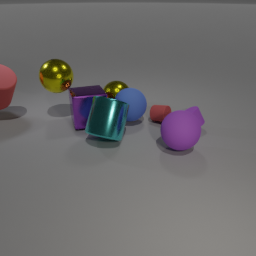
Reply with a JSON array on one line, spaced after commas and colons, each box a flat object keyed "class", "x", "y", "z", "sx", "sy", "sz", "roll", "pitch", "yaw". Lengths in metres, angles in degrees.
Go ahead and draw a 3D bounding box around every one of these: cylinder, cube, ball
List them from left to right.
[{"class": "cylinder", "x": -5.485, "y": -1.697, "z": 11.666, "sx": 1.400, "sy": 1.400, "sz": 1.400, "roll": 19, "pitch": 47, "yaw": -21}, {"class": "ball", "x": -2.950, "y": -2.134, "z": 11.539, "sx": 1.400, "sy": 1.400, "sz": 1.400, "roll": 0, "pitch": 28, "yaw": 0}, {"class": "cube", "x": -1.685, "y": -0.913, "z": 11.848, "sx": 1.400, "sy": 1.400, "sz": 1.400, "roll": -8, "pitch": 25, "yaw": -15}, {"class": "cylinder", "x": -0.764, "y": -0.353, "z": 10.364, "sx": 1.400, "sy": 1.400, "sz": 1.400, "roll": 13, "pitch": 0, "yaw": 0}, {"class": "ball", "x": -0.531, "y": -1.502, "z": 13.043, "sx": 1.400, "sy": 1.400, "sz": 1.400, "roll": 0, "pitch": 28, "yaw": 0}, {"class": "ball", "x": 0.093, "y": -0.985, "z": 11.801, "sx": 1.400, "sy": 1.400, "sz": 1.400, "roll": 0, "pitch": 28, "yaw": 0}, {"class": "cylinder", "x": 1.400, "y": -0.632, "z": 12.015, "sx": 0.700, "sy": 0.700, "sz": 0.700, "roll": 6, "pitch": 26, "yaw": 37}, {"class": "ball", "x": 1.837, "y": 0.079, "z": 9.788, "sx": 1.400, "sy": 1.400, "sz": 1.400, "roll": 0, "pitch": 28, "yaw": 0}, {"class": "cylinder", "x": 2.654, "y": -0.415, "z": 11.361, "sx": 0.700, "sy": 0.700, "sz": 0.700, "roll": -27, "pitch": 17, "yaw": 9}]
